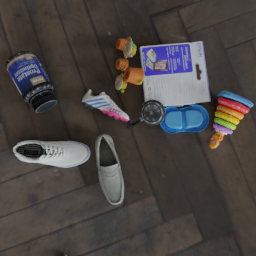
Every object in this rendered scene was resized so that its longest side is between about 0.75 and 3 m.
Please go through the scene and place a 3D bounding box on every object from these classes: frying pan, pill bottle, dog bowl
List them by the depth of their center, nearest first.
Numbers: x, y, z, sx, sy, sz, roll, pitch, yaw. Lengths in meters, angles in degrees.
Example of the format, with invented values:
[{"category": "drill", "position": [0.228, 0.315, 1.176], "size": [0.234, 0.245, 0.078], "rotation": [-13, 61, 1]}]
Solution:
[{"category": "pill bottle", "position": [-3.642, -1.729, 10.741], "size": [1.215, 1.215, 2.173], "rotation": [-31, 84, -4]}, {"category": "frying pan", "position": [0.621, -0.541, 10.756], "size": [1.646, 0.268, 0.995], "rotation": [-8, 94, 16]}, {"category": "dog bowl", "position": [2.153, -0.323, 10.940], "size": [1.906, 0.473, 1.063], "rotation": [-4, 83, 0]}]

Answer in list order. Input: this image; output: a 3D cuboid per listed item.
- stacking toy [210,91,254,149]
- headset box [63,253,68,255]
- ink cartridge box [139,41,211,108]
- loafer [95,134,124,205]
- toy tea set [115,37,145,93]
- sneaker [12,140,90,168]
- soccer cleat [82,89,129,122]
[{"category": "stacking toy", "position": [3.700, -0.204, 10.701], "size": [1.211, 1.281, 2.207], "rotation": [23, 95, 0]}, {"category": "headset box", "position": [-2.298, 5.126, 10.339], "size": [0.847, 0.327, 0.631], "rotation": [39, 84, 5]}, {"category": "ink cartridge box", "position": [1.821, -2.069, 11.103], "size": [2.535, 0.550, 2.511], "rotation": [-5, 83, 1]}, {"category": "loafer", "position": [-0.731, 1.544, 10.470], "size": [0.939, 0.937, 2.686], "rotation": [-15, 83, -2]}, {"category": "toy tea set", "position": [0.123, -2.558, 10.976], "size": [0.841, 1.351, 2.271], "rotation": [4, 82, -30]}, {"category": "sneaker", "position": [-2.876, 0.976, 10.502], "size": [2.859, 1.012, 1.044], "rotation": [-2, 83, 0]}, {"category": "soccer cleat", "position": [-0.808, -0.906, 10.900], "size": [1.982, 0.692, 0.856], "rotation": [21, 83, 3]}]
